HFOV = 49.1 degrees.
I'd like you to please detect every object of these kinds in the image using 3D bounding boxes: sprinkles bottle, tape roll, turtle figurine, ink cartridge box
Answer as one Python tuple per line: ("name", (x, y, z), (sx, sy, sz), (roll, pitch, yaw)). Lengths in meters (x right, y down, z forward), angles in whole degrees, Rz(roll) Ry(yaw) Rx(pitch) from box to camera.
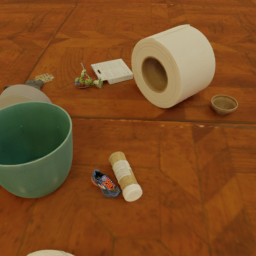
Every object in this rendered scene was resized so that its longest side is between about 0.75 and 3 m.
("sprinkles bottle", (-0.111, 1.549, 9.185), (0.589, 0.589, 1.726), (-14, 44, -15))
("tape roll", (1.861, -2.612, 12.006), (2.085, 3.037, 3.037), (-29, 49, -27))
("tape roll", (-3.837, -0.552, 10.397), (2.063, 2.063, 0.682), (2, 40, 2))
("turtle figurine", (-1.823, -2.448, 13.391), (1.267, 0.940, 1.307), (17, 49, 10))
("ink cartridge box", (-0.844, -2.863, 14.274), (1.744, 0.378, 1.712), (-16, 44, -14))

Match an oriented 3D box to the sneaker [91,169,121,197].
("sneaker", (-0.745, 1.778, 9.009), (1.245, 0.488, 0.469), (29, 50, 28))

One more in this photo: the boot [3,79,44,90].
("boot", (-4.858, -1.893, 13.139), (1.643, 0.573, 1.082), (6, 38, -10))

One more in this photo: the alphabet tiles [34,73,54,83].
("alphabet tiles", (-4.250, -2.493, 14.112), (0.946, 0.030, 0.787), (-23, 46, -23))

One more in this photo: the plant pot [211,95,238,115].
("plant pot", (4.082, -0.912, 11.992), (1.102, 0.508, 1.102), (-1, 42, 1))

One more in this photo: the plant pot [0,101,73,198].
("plant pot", (-2.982, 0.855, 8.753), (2.745, 2.203, 2.745), (0, 42, 0))

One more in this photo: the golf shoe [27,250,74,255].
("golf shoe", (-1.386, 3.374, 6.642), (2.685, 1.305, 1.051), (9, 45, 12))
